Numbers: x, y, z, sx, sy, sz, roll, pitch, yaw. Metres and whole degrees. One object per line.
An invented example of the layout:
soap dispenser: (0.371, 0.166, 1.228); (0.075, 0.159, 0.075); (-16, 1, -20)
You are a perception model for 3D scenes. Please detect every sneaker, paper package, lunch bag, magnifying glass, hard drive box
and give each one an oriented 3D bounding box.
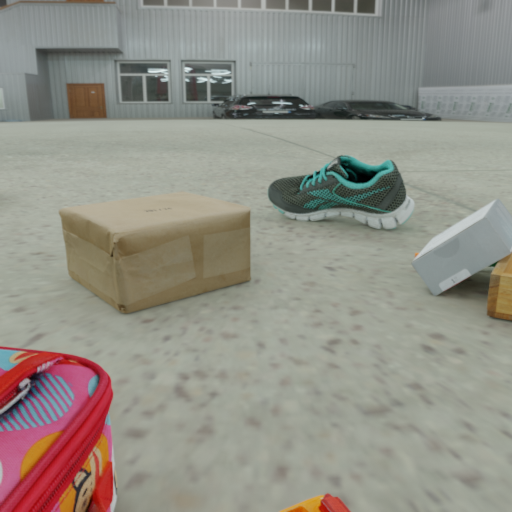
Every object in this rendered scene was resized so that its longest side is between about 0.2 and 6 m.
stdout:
sneaker: (1.504, -1.390, 10.654); (2.912, 1.328, 1.130); (6, 51, 27)
paper package: (-1.348, -0.168, 7.566); (2.021, 1.046, 1.927); (-14, 22, -36)
lunch bag: (-1.852, 1.381, 2.447); (2.477, 1.152, 2.812); (7, 18, 8)
magnifying glass: (3.029, 0.042, 8.379); (1.263, 0.141, 0.502); (1, 10, 17)
hard drive box: (2.791, -0.145, 7.405); (1.096, 0.540, 1.407); (-37, -6, 33)

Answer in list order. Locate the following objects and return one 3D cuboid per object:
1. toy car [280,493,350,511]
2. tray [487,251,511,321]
toy car: (0.420, 1.687, 1.834); (1.168, 0.792, 2.381); (-2, 16, -7)
tray: (4.112, 0.177, 7.252); (1.580, 0.593, 3.203); (9, 18, 29)
